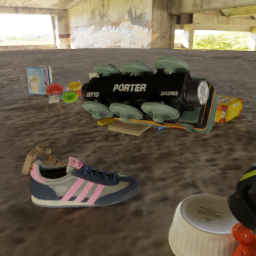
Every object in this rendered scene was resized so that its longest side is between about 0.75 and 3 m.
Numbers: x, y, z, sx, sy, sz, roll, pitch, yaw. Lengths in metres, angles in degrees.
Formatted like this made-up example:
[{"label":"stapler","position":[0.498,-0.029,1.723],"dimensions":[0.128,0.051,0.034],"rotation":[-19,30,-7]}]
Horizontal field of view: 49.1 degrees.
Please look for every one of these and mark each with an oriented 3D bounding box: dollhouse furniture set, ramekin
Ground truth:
[{"label":"dollhouse furniture set","position":[-1.879,0.964,6.711],"dimensions":[1.099,0.536,0.937],"rotation":[24,21,-3]},{"label":"ramekin","position":[1.295,1.566,4.380],"dimensions":[1.301,0.606,1.301],"rotation":[-1,20,0]}]

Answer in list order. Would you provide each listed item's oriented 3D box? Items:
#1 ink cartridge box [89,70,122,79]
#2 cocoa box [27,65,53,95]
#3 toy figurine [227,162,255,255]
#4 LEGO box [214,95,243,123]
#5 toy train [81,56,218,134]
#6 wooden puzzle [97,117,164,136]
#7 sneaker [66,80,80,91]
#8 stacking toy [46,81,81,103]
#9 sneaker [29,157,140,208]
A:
[{"label":"ink cartridge box","position":[-0.907,-2.233,13.868],"dimensions":[1.578,1.147,1.142],"rotation":[5,19,33]},{"label":"cocoa box","position":[-4.542,-2.492,14.477],"dimensions":[0.920,1.379,0.905],"rotation":[6,21,16]},{"label":"toy figurine","position":[2.232,1.242,2.832],"dimensions":[1.605,2.271,2.307],"rotation":[-29,34,-35]},{"label":"LEGO box","position":[3.517,-0.787,10.855],"dimensions":[1.217,0.631,1.635],"rotation":[17,26,39]},{"label":"toy train","position":[0.375,-0.554,5.649],"dimensions":[2.868,1.222,1.635],"rotation":[5,-15,40]},{"label":"wooden puzzle","position":[0.168,-0.111,9.621],"dimensions":[2.194,0.257,1.480],"rotation":[14,29,35]},{"label":"sneaker","position":[-3.018,-2.336,15.420],"dimensions":[0.626,0.491,1.259],"rotation":[1,19,13]},{"label":"stacking toy","position":[-3.016,-1.482,13.307],"dimensions":[1.633,0.690,1.479],"rotation":[-5,46,-4]},{"label":"sneaker","position":[-0.832,1.009,5.503],"dimensions":[2.169,0.890,0.761],"rotation":[-3,20,-9]}]
